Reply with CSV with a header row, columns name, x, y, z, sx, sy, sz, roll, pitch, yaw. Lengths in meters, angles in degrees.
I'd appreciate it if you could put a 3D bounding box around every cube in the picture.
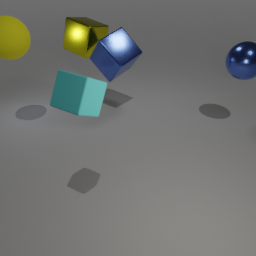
name,x,y,z,sx,sy,sz,roll,pitch,yaw
cube,-0.933,-0.647,5.340,0.700,0.700,0.700,19,8,24
cube,-1.933,-4.152,12.780,1.400,1.400,1.400,28,31,22
cube,-0.531,-3.108,11.965,1.400,1.400,1.400,-41,92,-30

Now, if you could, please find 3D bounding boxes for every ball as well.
name,x,y,z,sx,sy,sz,roll,pitch,yaw
ball,-4.016,-3.017,9.405,1.400,1.400,1.400,0,30,0
ball,4.365,-2.493,10.418,1.400,1.400,1.400,0,30,0
